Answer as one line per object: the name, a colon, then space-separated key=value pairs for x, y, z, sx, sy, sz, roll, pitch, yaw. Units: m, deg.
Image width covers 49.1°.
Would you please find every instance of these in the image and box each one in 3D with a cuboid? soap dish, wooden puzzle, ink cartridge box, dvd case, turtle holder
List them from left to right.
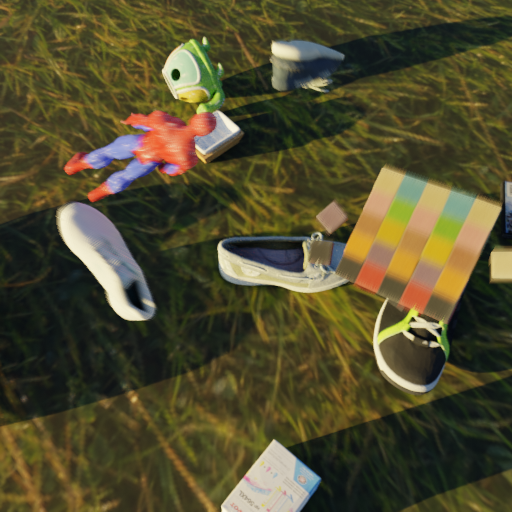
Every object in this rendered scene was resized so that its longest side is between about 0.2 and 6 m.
turtle holder: x=-1.381 y=-3.985 z=12.759 sx=1.171 sy=1.648 sz=1.252 roll=-28 pitch=26 yaw=-6
soap dish: x=-0.968 y=-2.582 z=12.244 sx=1.128 sy=0.458 sz=0.888 roll=-38 pitch=66 yaw=-19
ink cartridge box: x=0.163 y=3.654 z=8.313 sx=0.903 sy=0.880 sz=1.405 roll=36 pitch=65 yaw=19
wooden puzzle: x=2.067 y=-0.173 z=7.390 sx=2.719 sy=0.191 sz=1.612 roll=25 pitch=91 yaw=25
dvd case: x=5.956 y=-0.793 z=11.359 sx=1.932 sy=0.170 sz=1.378 roll=10 pitch=61 yaw=6

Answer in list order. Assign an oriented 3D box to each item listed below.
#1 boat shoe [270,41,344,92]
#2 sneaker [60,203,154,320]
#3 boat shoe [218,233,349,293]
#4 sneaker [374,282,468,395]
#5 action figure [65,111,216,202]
boat shoe: x=0.897 y=-3.248 z=9.656 sx=0.898 sy=0.741 sz=2.398 roll=19 pitch=26 yaw=14
sneaker: x=-2.149 y=0.088 z=8.469 sx=0.739 sy=0.842 sz=2.102 roll=-38 pitch=107 yaw=-22
boat shoe: x=0.620 y=0.051 z=10.453 sx=2.674 sy=0.857 sz=0.985 roll=3 pitch=60 yaw=2
sneaker: x=2.971 y=0.574 z=9.776 sx=1.289 sy=1.488 sz=3.594 roll=16 pitch=61 yaw=9
action figure: x=-1.681 y=-1.558 z=8.336 sx=3.124 sy=1.022 sz=0.808 roll=-8 pitch=32 yaw=45
